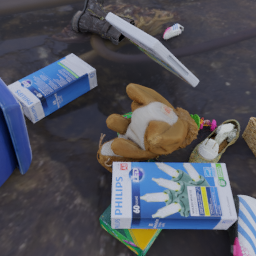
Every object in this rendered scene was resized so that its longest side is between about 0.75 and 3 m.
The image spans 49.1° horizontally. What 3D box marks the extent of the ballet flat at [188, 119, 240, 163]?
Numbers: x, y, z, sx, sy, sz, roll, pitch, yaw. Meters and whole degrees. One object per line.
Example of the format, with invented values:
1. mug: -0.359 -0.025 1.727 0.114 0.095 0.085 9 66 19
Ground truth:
1. ballet flat: 2.547 0.459 8.173 2.218 0.784 0.784 -37 59 -27

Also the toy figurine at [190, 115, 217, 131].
1. toy figurine: 2.415 -0.132 8.917 0.750 0.612 0.815 5 24 -14

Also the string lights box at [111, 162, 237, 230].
1. string lights box: 0.940 1.535 6.372 2.611 0.770 1.342 1 54 -2

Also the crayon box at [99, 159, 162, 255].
1. crayon box: 0.452 1.909 6.993 1.263 0.620 2.127 30 56 22

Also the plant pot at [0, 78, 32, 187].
1. plant pot: -4.238 0.075 7.162 2.679 2.980 2.980 -28 55 -31

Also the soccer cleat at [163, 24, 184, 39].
1. soccer cleat: 2.028 -4.250 12.375 0.527 0.427 1.222 29 55 22

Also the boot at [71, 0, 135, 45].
1. boot: -0.880 -4.971 12.702 2.579 1.025 2.962 17 62 13

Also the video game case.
1. video game case: 0.767 -2.488 8.877 0.310 2.466 2.710 -53 47 10

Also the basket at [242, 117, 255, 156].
1. basket: 4.090 0.302 8.196 0.858 0.896 1.203 -11 50 -9

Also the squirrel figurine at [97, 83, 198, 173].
1. squirrel figurine: 0.469 0.393 7.461 2.563 2.393 1.814 3 47 -42

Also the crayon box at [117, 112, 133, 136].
1. crayon box: 0.032 0.107 8.187 0.637 1.073 0.313 -20 32 -23

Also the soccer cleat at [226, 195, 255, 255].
1. soccer cleat: 2.729 2.794 5.983 1.278 1.034 2.960 11 50 9

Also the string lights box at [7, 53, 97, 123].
1. string lights box: -2.568 -1.466 9.751 2.713 0.800 1.394 -36 58 -27
